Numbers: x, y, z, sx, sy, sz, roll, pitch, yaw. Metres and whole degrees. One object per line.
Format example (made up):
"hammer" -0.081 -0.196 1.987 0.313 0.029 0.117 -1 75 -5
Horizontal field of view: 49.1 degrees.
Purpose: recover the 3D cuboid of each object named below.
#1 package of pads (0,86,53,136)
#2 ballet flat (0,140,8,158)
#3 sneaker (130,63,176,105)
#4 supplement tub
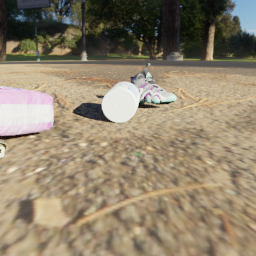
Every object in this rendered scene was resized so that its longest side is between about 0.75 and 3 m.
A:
"package of pads" -3.249 -0.531 7.134 1.634 1.026 2.712 -1 11 -43
"ballet flat" -2.728 0.495 5.368 0.548 0.494 1.455 14 12 -1
"sneaker" 0.827 -1.628 10.261 2.125 1.486 0.826 6 2 37
"supplement tub" -0.187 -0.856 8.841 1.061 1.061 1.608 1 17 4
